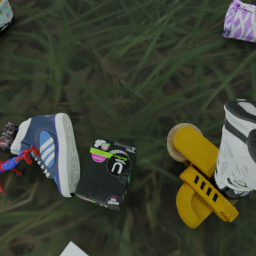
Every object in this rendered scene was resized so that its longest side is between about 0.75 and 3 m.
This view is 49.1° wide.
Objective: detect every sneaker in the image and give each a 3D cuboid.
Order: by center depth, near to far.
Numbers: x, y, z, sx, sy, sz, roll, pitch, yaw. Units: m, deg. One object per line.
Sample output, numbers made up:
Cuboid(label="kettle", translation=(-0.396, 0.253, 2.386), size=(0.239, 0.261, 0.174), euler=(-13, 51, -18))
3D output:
Cuboid(label="sneaker", translation=(2.064, 0.713, 4.302), size=(1.013, 1.545, 2.686), euler=(2, 27, 2))
Cuboid(label="sneaker", translation=(-2.198, 0.759, 7.235), size=(1.613, 0.888, 2.203), euler=(-12, 78, 11))

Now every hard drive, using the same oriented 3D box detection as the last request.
Cuboid(label="hard drive", translation=(-1.402, 3.349, 6.504), size=(0.735, 0.146, 1.114), euler=(34, 73, 12))

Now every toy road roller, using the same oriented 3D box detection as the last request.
Cuboid(label="toy road roller", translation=(1.593, 1.233, 6.669), size=(1.745, 1.469, 2.390), euler=(-45, 75, -3))

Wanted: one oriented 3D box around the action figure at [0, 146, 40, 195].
Cuboid(label="action figure", translation=(-2.863, 1.100, 7.046), size=(1.702, 0.555, 0.842), euler=(-18, 109, 26))

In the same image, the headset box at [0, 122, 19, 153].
Cuboid(label="headset box", translation=(-3.126, 0.293, 7.468), size=(0.286, 0.567, 0.763), euler=(10, 70, 5))

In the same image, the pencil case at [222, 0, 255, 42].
Cuboid(label="pencil case", translation=(4.327, -3.199, 8.494), size=(2.806, 1.199, 1.177), euler=(8, 64, 2))

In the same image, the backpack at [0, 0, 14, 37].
Cuboid(label="backpack", translation=(-4.612, -3.478, 8.531), size=(2.108, 1.334, 1.759), euler=(-35, 70, -16))

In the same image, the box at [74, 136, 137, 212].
Cuboid(label="box", translation=(-0.503, 1.148, 6.935), size=(1.114, 0.932, 1.500), euler=(17, 70, 6))
